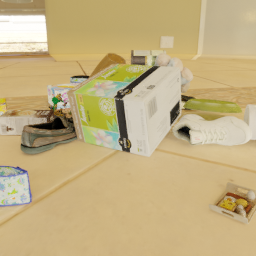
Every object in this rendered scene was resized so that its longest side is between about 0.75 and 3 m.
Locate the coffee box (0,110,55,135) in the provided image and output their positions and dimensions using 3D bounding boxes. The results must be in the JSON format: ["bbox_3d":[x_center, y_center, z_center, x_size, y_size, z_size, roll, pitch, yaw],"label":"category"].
[{"bbox_3d":[-3.632,-0.217,10.198,1.742,0.694,0.996,-1,19,-2],"label":"coffee box"}]

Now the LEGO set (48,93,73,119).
[{"bbox_3d":[-2.243,-0.774,11.118,1.584,1.218,0.918,6,22,10],"label":"LEGO set"}]

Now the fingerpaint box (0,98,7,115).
[{"bbox_3d":[-6.064,-0.764,11.900,1.703,0.625,1.421,-9,20,-22],"label":"fingerpaint box"}]

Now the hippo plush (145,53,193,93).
[{"bbox_3d":[1.273,-1.777,11.449,2.362,1.882,1.899,20,66,31],"label":"hippo plush"}]

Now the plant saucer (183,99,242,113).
[{"bbox_3d":[3.403,-0.927,11.314,2.322,0.361,2.322,3,11,-1],"label":"plant saucer"}]

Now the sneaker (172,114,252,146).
[{"bbox_3d":[2.530,0.221,8.843,2.504,0.976,1.244,4,24,41],"label":"sneaker"}]

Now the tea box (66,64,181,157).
[{"bbox_3d":[0.012,-0.779,9.308,2.753,1.870,2.798,9,33,28],"label":"tea box"}]

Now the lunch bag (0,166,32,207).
[{"bbox_3d":[-2.490,1.222,5.915,0.885,0.752,0.564,2,20,8],"label":"lunch bag"}]

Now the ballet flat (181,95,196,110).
[{"bbox_3d":[2.163,-1.312,13.378,2.282,0.776,0.780,10,30,28],"label":"ballet flat"}]

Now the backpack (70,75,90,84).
[{"bbox_3d":[-2.733,-2.711,16.992,1.359,1.281,1.666,20,6,38],"label":"backpack"}]

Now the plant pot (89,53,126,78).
[{"bbox_3d":[-0.864,-2.314,12.561,1.766,1.894,1.766,17,36,-13],"label":"plant pot"}]

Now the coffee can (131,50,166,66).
[{"bbox_3d":[1.648,-5.365,23.070,2.826,2.068,2.068,0,19,2],"label":"coffee can"}]

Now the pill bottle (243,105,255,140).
[{"bbox_3d":[5.067,-0.106,8.618,2.697,1.503,1.503,4,19,14],"label":"pill bottle"}]

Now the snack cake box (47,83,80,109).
[{"bbox_3d":[-2.469,-1.693,14.119,2.814,0.946,1.618,-9,22,-26],"label":"snack cake box"}]

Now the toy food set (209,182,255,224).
[{"bbox_3d":[2.235,1.493,5.776,0.769,0.324,1.072,14,24,36],"label":"toy food set"}]

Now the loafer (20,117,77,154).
[{"bbox_3d":[-2.299,0.035,9.152,0.971,0.850,2.703,14,22,26],"label":"loafer"}]
